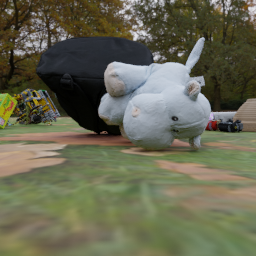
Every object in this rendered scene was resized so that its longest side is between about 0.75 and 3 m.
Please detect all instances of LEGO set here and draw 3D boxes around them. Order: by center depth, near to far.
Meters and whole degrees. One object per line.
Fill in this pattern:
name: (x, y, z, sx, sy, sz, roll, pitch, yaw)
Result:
LEGO set: (-4.519, -0.625, 13.130, 2.297, 1.731, 2.987, -29, 2, -4)

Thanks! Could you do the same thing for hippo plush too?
hippo plush: (0.635, -0.218, 4.659, 2.141, 1.706, 1.722, -15, 36, -6)

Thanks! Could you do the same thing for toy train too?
toy train: (2.805, -0.084, 9.295, 0.543, 0.405, 2.373, -14, 8, -19)

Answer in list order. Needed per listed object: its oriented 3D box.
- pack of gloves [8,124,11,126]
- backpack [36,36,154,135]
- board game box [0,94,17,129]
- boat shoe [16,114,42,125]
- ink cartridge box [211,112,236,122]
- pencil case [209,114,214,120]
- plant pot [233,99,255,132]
pack of gloves: (-6.177, -0.201, 13.395, 0.836, 0.196, 0.995, 3, 3, 27)
backpack: (-0.568, -0.892, 6.938, 2.427, 2.287, 2.975, 2, -36, 5)
board game box: (-5.573, -0.647, 10.826, 2.420, 1.229, 0.576, 1, -30, 27)
boat shoe: (-5.223, -0.458, 14.955, 1.519, 0.561, 0.458, -3, 2, 12)
ink cartridge box: (4.305, -0.399, 14.247, 2.219, 0.686, 2.737, -1, -3, 3)
pencil case: (3.049, -0.356, 12.256, 1.438, 0.615, 0.603, -1, 9, 4)
plant pot: (4.594, -0.435, 9.337, 2.310, 1.066, 2.310, 1, 3, 0)
